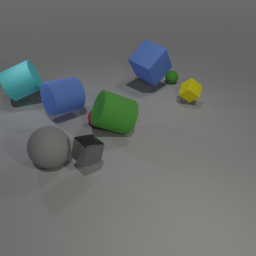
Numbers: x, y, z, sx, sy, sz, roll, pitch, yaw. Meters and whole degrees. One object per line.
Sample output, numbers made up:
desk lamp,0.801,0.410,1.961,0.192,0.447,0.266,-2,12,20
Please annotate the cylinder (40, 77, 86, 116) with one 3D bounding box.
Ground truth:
cylinder,-2.733,-1.338,11.765,1.400,1.400,1.400,-19,37,-36

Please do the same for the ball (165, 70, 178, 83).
ball,2.388,-2.778,15.246,0.700,0.700,0.700,0,32,0

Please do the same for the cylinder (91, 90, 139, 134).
cylinder,-0.528,-0.587,10.774,1.400,1.400,1.400,16,26,-24

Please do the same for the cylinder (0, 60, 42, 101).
cylinder,-4.837,-2.148,12.735,1.400,1.400,1.400,-24,34,2

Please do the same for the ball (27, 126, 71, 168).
ball,-2.594,0.627,9.234,1.400,1.400,1.400,0,32,0

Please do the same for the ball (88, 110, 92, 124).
ball,-1.312,-0.439,11.574,0.700,0.700,0.700,0,32,0

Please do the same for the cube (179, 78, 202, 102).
cube,2.891,-1.743,12.984,0.700,0.700,0.700,31,61,-22

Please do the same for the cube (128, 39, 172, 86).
cube,1.110,-3.217,13.857,1.400,1.400,1.400,35,80,32

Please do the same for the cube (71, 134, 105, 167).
cube,-1.255,0.686,8.711,0.700,0.700,0.700,-9,33,-42
